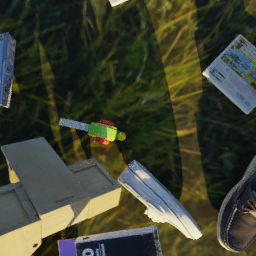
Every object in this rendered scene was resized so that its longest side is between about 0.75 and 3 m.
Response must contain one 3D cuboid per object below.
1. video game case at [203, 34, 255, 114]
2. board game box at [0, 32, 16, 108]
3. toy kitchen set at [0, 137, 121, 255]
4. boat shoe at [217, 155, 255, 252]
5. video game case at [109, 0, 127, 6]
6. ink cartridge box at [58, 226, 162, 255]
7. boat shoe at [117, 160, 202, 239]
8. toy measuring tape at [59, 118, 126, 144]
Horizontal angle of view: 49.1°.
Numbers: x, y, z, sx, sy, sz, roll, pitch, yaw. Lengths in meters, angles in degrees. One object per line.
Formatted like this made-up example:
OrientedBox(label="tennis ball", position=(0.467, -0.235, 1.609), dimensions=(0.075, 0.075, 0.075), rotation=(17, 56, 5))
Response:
OrientedBox(label="video game case", position=(2.942, -1.378, 7.149), dimensions=(1.549, 0.177, 1.409), rotation=(44, 87, 4))
OrientedBox(label="board game box", position=(-3.605, -1.300, 6.952), dimensions=(1.758, 0.542, 1.757), rotation=(-11, 85, -1))
OrientedBox(label="toy kitchen set", position=(-2.139, 1.983, 6.505), dimensions=(2.880, 2.350, 2.599), rotation=(-14, 129, -35))
OrientedBox(label="boat shoe", position=(2.999, 1.664, 6.533), dimensions=(0.982, 0.885, 2.730), rotation=(33, 86, 3))
OrientedBox(label="video game case", position=(-0.142, -4.016, 7.375), dimensions=(1.174, 0.148, 1.290), rotation=(-24, 85, -2))
OrientedBox(label="ink cartridge box", position=(-0.303, 2.938, 4.950), dimensions=(2.050, 0.445, 2.031), rotation=(-13, 79, 14))
OrientedBox(label="boat shoe", position=(0.715, 1.808, 6.634), dimensions=(0.752, 0.846, 2.301), rotation=(-45, 77, 3))
OrientedBox(label="toy measuring tape", position=(-0.891, 0.013, 6.823), dimensions=(1.723, 0.634, 0.634), rotation=(14, 85, 1))
